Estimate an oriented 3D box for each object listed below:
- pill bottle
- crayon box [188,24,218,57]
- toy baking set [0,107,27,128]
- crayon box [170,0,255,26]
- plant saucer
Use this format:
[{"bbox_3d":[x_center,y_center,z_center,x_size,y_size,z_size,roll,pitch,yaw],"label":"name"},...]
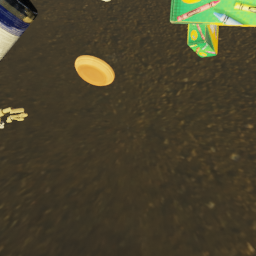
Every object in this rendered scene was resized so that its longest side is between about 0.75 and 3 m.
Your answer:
[{"bbox_3d":[-3.824,-2.552,7.386,2.744,1.535,1.535,-44,55,13],"label":"pill bottle"},{"bbox_3d":[2.274,-3.234,8.348,0.559,1.140,1.920,1,85,33],"label":"crayon box"},{"bbox_3d":[-2.741,-0.173,6.043,1.196,0.918,0.139,-16,77,0],"label":"toy baking set"},{"bbox_3d":[2.320,-2.601,5.784,2.792,0.813,1.658,5,26,9],"label":"crayon box"},{"bbox_3d":[-0.892,-1.451,7.338,1.093,1.093,0.205,14,66,12],"label":"plant saucer"}]
